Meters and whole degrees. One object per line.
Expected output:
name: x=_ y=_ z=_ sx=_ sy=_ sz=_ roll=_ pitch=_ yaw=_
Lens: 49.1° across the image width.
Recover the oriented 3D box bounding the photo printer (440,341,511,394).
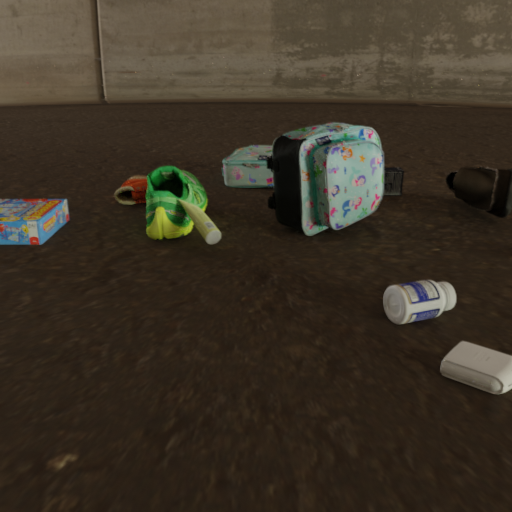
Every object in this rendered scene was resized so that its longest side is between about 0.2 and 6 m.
photo printer: x=2.879 y=1.422 z=7.109 sx=0.845 sy=0.293 sz=0.703 roll=16 pitch=26 yaw=39

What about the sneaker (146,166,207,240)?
sneaker: x=-1.854 y=-1.514 z=13.239 sx=1.241 sy=1.400 sz=3.350 roll=-2 pitch=24 yaw=0

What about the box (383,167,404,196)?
box: x=3.793 y=-2.144 z=16.124 sx=0.754 sy=0.760 sz=0.468 roll=-1 pitch=21 yaw=-3

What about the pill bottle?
pill bottle: x=2.545 y=0.690 z=8.673 sx=1.004 sy=0.601 sz=0.601 roll=-7 pitch=21 yaw=-21

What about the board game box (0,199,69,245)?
board game box: x=-5.530 y=-0.806 z=12.794 sx=1.898 sy=0.542 sz=1.939 roll=-1 pitch=20 yaw=0

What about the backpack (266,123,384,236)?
backpack: x=1.815 y=-1.865 z=12.904 sx=2.658 sy=2.360 sz=2.001 roll=-24 pitch=29 yaw=-37

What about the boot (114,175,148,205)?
boot: x=-2.806 y=-1.726 z=15.164 sx=2.063 sy=0.774 sz=1.106 roll=0 pitch=23 yaw=21

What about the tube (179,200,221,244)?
tube: x=-1.158 y=-0.747 z=11.672 sx=0.353 sy=0.395 sz=1.362 roll=-26 pitch=47 yaw=-13

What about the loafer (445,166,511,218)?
loafer: x=5.487 y=-1.644 z=13.943 sx=1.146 sy=1.172 sz=3.212 roll=9 pitch=8 yaw=2

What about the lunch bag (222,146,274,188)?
lunch bag: x=0.067 y=-2.870 z=17.763 sx=2.074 sy=0.997 sz=2.586 roll=5 pitch=21 yaw=13
